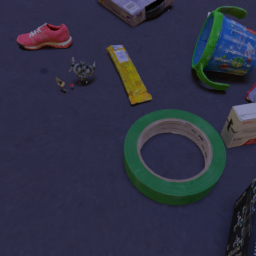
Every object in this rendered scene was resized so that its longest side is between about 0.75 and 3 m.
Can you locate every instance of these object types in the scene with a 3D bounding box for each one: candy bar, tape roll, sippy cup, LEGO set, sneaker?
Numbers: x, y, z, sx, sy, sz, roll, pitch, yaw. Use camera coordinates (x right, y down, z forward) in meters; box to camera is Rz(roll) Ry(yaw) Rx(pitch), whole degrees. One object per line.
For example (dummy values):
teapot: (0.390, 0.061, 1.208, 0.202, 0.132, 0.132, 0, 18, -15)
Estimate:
candy bar: (-0.038, -1.884, 9.229, 0.708, 0.315, 2.840, -13, 54, -14)
tape roll: (1.156, 0.656, 7.160, 2.518, 0.605, 2.518, 0, 53, 0)
sippy cup: (3.188, -2.528, 8.898, 1.774, 2.420, 1.901, 17, 26, -1)
LEGO set: (-1.546, -1.653, 8.686, 1.369, 0.889, 0.388, -51, 30, -3)
sneaker: (-3.027, -3.360, 9.989, 1.975, 0.856, 0.728, -4, 53, -2)

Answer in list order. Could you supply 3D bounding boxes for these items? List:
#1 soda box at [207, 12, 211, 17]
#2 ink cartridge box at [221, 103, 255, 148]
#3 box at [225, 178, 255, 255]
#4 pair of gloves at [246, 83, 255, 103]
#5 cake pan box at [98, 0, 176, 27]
soda box: (3.155, -3.579, 10.357, 0.564, 0.528, 1.657, 10, 54, 7)
ink cartridge box: (3.057, -0.072, 7.318, 0.873, 1.209, 0.506, -9, 54, -7)
box: (2.689, 2.212, 5.405, 1.115, 1.546, 2.083, 19, 55, 13)
pair of gloves: (4.101, -1.230, 7.411, 0.278, 2.441, 1.962, 19, 28, -16)
cake pan box: (0.353, -5.464, 11.545, 2.363, 0.671, 2.566, -38, 62, -15)
